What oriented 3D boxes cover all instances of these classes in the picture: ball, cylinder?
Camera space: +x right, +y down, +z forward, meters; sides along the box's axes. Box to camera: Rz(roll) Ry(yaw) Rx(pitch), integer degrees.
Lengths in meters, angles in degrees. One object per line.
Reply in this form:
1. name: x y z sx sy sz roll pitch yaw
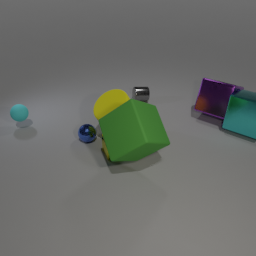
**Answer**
1. ball: -1.539 0.189 10.569 0.700 0.700 0.700 0 31 0
2. cylinder: -0.359 -0.491 10.474 1.400 1.400 1.400 -14 53 20
3. ball: -4.358 -0.603 11.240 0.700 0.700 0.700 0 31 0
4. cylinder: 0.621 -1.646 13.555 0.700 0.700 0.700 -2 30 -12

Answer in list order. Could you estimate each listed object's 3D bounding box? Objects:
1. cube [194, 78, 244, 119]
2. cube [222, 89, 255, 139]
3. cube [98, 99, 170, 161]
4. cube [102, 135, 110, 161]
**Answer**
1. cube: 3.875 -1.254 11.924 1.400 1.400 1.400 22 16 33
2. cube: 4.756 -0.585 10.977 1.400 1.400 1.400 23 28 33
3. cube: 0.193 0.123 8.622 1.400 1.400 1.400 8 58 -54
4. cube: -0.487 0.609 9.848 0.700 0.700 0.700 -11 32 -18
